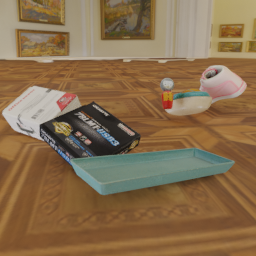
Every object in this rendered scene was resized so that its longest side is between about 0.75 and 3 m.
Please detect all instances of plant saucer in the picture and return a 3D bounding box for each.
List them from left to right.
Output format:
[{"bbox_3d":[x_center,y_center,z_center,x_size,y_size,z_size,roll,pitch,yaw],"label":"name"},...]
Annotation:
[{"bbox_3d":[0.553,0.684,4.914,2.980,0.283,1.042,-1,13,-36],"label":"plant saucer"}]

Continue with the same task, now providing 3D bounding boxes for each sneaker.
[{"bbox_3d":[2.917,-1.554,10.146,1.284,0.924,2.456,36,-20,-18],"label":"sneaker"}]

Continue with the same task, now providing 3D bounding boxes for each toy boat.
[{"bbox_3d":[1.635,-0.925,8.521,1.585,0.876,1.885,-7,-10,42],"label":"toy boat"}]

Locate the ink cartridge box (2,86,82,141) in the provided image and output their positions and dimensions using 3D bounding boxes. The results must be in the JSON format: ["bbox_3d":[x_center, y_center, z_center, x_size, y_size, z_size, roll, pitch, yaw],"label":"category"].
[{"bbox_3d":[-2.269,-0.395,7.558,1.735,0.719,1.273,15,52,31],"label":"ink cartridge box"}]

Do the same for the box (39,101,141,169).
[{"bbox_3d":[-0.784,0.167,5.915,1.543,0.383,1.532,37,47,25],"label":"box"}]
